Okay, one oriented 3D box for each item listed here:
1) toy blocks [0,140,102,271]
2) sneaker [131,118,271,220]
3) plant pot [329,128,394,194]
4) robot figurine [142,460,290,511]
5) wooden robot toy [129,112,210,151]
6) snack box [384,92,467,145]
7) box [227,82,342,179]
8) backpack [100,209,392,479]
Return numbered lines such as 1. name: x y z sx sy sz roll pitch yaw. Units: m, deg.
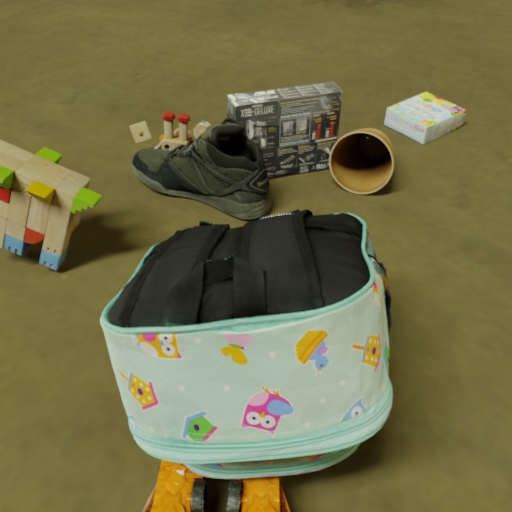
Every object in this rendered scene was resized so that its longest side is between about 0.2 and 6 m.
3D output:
1. toy blocks: -4.298 -0.902 10.099 2.782 1.902 1.390 24 35 -5
2. sneaker: -1.245 -2.145 11.934 3.432 1.966 1.312 21 43 26
3. plant pot: 2.542 -2.312 12.721 1.405 1.405 1.507 15 31 17
4. robot figurine: -0.457 3.596 5.970 2.219 0.891 3.061 1 39 2
5. wooden robot toy: -1.717 -2.942 13.610 2.494 1.099 1.132 9 23 4
6. snack box: 4.444 -3.650 14.743 1.625 0.550 1.370 -28 48 -27
7. box: 0.616 -2.746 12.597 2.489 1.962 0.619 -12 42 -13
8. backpack: -0.005 1.003 6.799 3.296 2.875 3.750 -5 8 5
